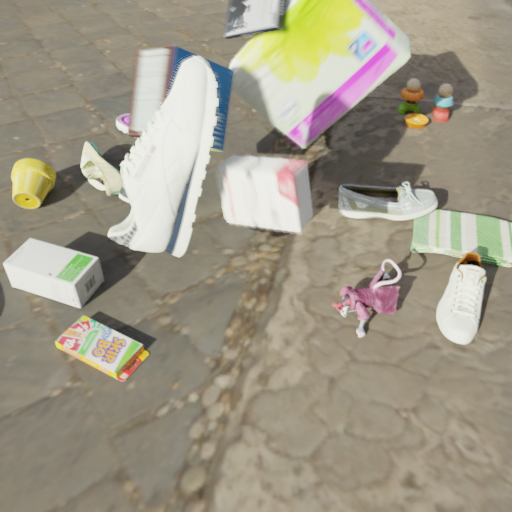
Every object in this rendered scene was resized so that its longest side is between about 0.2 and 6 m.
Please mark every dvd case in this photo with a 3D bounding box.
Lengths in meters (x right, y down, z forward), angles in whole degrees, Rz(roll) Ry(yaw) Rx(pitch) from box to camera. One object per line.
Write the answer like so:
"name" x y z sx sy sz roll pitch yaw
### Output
"dvd case" -0.016 -5.331 11.790 0.213 1.294 1.722 4 7 -43

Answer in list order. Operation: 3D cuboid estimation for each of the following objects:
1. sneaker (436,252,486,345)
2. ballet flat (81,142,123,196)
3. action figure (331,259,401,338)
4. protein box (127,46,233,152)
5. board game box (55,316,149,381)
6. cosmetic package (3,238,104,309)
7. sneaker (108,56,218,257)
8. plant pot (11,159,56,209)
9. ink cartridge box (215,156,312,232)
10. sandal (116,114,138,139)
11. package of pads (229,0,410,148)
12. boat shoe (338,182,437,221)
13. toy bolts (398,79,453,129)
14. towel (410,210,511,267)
"sneaker" 3.789 0.681 10.291 0.733 0.853 2.014 13 44 12
"ballet flat" -3.868 -2.102 13.670 0.765 0.765 2.202 -26 47 -27
"action figure" 2.008 0.774 10.119 1.388 1.034 0.930 -9 46 -32
"protein box" -1.519 -3.120 11.394 1.141 1.692 1.679 12 6 39
"board game box" -2.672 1.593 9.731 1.521 0.228 0.726 23 46 20
"cosmetic package" -3.891 0.324 10.820 1.612 0.684 0.867 15 45 14
"sneaker" -1.447 -1.539 8.821 1.304 3.239 1.237 11 17 -12
"plant pot" -5.204 -1.607 12.954 0.955 0.955 0.898 -1 56 -1
"ink cartridge box" 0.132 -1.029 9.159 1.426 1.038 0.605 8 35 28
"sandal" -2.736 -3.558 15.351 2.651 0.651 1.079 15 43 17
"package of pads" 1.246 -4.361 12.533 2.670 3.456 1.179 35 42 -21
"boat shoe" 2.946 -1.286 12.562 2.189 0.702 0.807 1 39 10
"toy bolts" 4.921 -4.393 16.035 1.478 1.025 1.412 3 41 4
"towel" 4.454 -0.430 12.053 2.114 0.247 1.612 9 40 13
